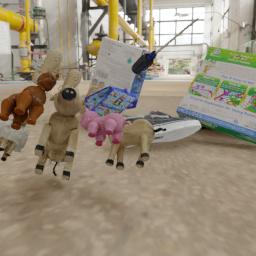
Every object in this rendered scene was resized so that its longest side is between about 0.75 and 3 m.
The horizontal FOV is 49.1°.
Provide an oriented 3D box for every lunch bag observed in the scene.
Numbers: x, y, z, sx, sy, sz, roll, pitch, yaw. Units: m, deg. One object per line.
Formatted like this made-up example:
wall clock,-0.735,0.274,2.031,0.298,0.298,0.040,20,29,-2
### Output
lunch bag,-0.495,-0.868,8.786,1.069,0.668,1.419,16,-36,-43

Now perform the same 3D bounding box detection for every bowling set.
bowling set,-2.451,-1.441,9.937,1.773,1.367,2.547,6,-30,48

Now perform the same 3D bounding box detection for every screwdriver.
screwdriver,0.837,-2.128,7.427,0.415,0.398,2.852,13,-20,-21

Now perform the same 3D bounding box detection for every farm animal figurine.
farm animal figurine,-0.766,-0.010,4.030,1.989,1.037,1.967,25,-41,-21

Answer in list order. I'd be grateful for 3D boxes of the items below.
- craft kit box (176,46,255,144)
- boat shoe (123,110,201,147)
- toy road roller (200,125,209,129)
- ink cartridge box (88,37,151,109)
craft kit box,2.654,-0.908,7.035,2.170,2.143,0.526,23,-11,31
boat shoe,0.710,-0.081,6.581,2.148,0.728,0.770,-8,-25,-19
toy road roller,3.290,-1.014,8.215,2.853,2.083,1.753,8,14,34
ink cartridge box,-0.383,-1.846,10.548,1.800,2.639,1.007,26,16,24
